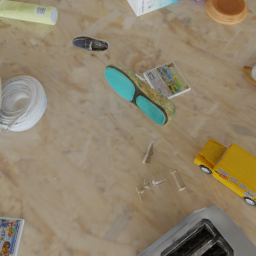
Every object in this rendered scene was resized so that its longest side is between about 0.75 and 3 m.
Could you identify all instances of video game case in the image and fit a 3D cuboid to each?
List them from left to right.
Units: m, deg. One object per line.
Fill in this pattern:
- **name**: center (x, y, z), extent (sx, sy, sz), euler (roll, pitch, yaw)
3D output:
- **video game case**: center (-3.888, 3.139, 8.106), extent (1.531, 0.138, 1.097), euler (5, 67, 2)
- **video game case**: center (1.408, -1.703, 10.153), extent (1.220, 0.153, 1.341), euler (-24, 68, -10)

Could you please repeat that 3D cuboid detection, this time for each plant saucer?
- **plant saucer**: center (4.068, -5.005, 11.462), extent (1.707, 0.320, 1.707), euler (0, 67, 0)

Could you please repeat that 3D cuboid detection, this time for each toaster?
- **toaster**: center (1.983, 3.687, 6.984), extent (2.995, 1.777, 2.709), euler (-33, 72, -13)

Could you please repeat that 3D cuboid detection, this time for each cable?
- **cable**: center (-3.617, -0.819, 9.339), extent (1.884, 0.652, 1.884), euler (-32, 63, -5)

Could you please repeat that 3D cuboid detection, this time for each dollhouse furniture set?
- **dollhouse furniture set**: center (0.983, 1.741, 8.394), extent (1.372, 0.711, 0.607), euler (-20, 67, -8)

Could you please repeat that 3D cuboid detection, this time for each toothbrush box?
- **toothbrush box**: center (0.986, -5.716, 11.440), extent (2.094, 0.893, 1.533), euler (-24, 69, -10)

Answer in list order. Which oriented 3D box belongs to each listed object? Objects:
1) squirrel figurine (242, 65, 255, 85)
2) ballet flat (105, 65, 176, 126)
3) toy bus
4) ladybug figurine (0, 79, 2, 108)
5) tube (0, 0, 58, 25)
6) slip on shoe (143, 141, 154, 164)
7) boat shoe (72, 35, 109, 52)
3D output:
- **squirrel figurine**: center (5.179, -1.935, 9.901), extent (1.472, 1.116, 1.577), euler (-24, 85, -22)
- **ballet flat**: center (0.460, -1.229, 9.604), extent (2.928, 1.035, 1.035), euler (42, 73, 16)
- **toy bus**: center (3.477, 1.409, 8.281), extent (2.939, 1.151, 0.957), euler (36, 72, 14)
- **ladybug figurine**: center (-4.767, -1.140, 8.757), extent (1.052, 1.985, 2.924), euler (8, 43, -44)
- **tube**: center (-4.145, -4.659, 11.194), extent (2.618, 0.760, 0.680), euler (12, 105, 8)
- **slip on shoe**: center (0.714, 0.801, 9.007), extent (0.235, 0.295, 0.775), euler (20, 71, 14)
- **boat shoe**: center (-1.396, -3.126, 10.450), extent (1.400, 0.504, 0.454), euler (7, 28, -9)
